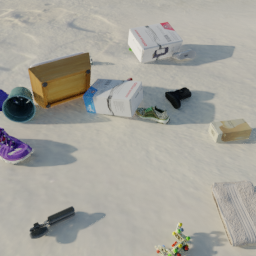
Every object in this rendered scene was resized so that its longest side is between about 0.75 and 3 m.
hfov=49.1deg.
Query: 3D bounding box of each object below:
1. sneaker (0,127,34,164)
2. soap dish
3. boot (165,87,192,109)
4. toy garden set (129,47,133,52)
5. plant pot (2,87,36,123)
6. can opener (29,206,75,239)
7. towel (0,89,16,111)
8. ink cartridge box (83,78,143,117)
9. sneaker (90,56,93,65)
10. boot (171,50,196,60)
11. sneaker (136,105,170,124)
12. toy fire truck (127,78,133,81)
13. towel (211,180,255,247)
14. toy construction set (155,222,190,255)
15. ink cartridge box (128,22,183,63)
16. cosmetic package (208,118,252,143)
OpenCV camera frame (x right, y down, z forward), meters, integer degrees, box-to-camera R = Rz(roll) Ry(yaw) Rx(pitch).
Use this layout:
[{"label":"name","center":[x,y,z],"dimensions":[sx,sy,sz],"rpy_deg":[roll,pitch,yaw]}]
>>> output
[{"label":"sneaker","center":[-4.375,0.508,9.826],"dimensions":[2.293,0.957,0.925],"rpy_deg":[19,45,19]},{"label":"soap dish","center":[-2.774,-1.999,11.998],"dimensions":[2.614,2.057,1.062],"rpy_deg":[-22,63,-23]},{"label":"boot","center":[2.343,-1.362,12.315],"dimensions":[1.054,0.479,1.255],"rpy_deg":[-15,37,-11]},{"label":"toy garden set","center":[1.058,-4.749,16.329],"dimensions":[1.314,0.315,1.576],"rpy_deg":[31,50,30]},{"label":"plant pot","center":[-4.436,-1.049,11.523],"dimensions":[1.244,1.244,1.219],"rpy_deg":[-10,34,-11]},{"label":"can opener","center":[-2.097,2.658,7.841],"dimensions":[1.355,0.357,0.450],"rpy_deg":[-23,55,-27]},{"label":"towel","center":[-5.612,-1.192,12.307],"dimensions":[1.240,0.307,0.916],"rpy_deg":[31,56,30]},{"label":"ink cartridge box","center":[-0.576,-1.308,11.775],"dimensions":[2.094,0.876,1.519],"rpy_deg":[7,40,20]},{"label":"sneaker","center":[-2.520,-3.741,14.999],"dimensions":[1.292,0.572,0.479],"rpy_deg":[6,43,9]},{"label":"boot","center":[3.056,-4.050,15.405],"dimensions":[1.399,0.515,0.669],"rpy_deg":[-15,28,-32]},{"label":"sneaker","center":[1.013,-0.700,11.423],"dimensions":[1.492,0.661,0.574],"rpy_deg":[16,43,20]},{"label":"toy fire truck","center":[-0.077,-1.927,13.064],"dimensions":[0.714,0.476,0.850],"rpy_deg":[-13,36,23]},{"label":"towel","center":[3.298,2.386,8.131],"dimensions":[1.353,0.352,2.042],"rpy_deg":[-4,41,-4]},{"label":"toy construction set","center":[1.215,3.020,7.321],"dimensions":[1.002,0.462,0.657],"rpy_deg":[-31,74,-21]},{"label":"ink cartridge box","center":[1.455,-4.758,15.487],"dimensions":[2.465,1.040,1.785],"rpy_deg":[-17,59,-19]},{"label":"cosmetic package","center":[3.869,0.094,10.650],"dimensions":[1.374,0.488,0.723],"rpy_deg":[-8,42,-9]}]
